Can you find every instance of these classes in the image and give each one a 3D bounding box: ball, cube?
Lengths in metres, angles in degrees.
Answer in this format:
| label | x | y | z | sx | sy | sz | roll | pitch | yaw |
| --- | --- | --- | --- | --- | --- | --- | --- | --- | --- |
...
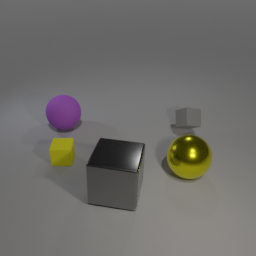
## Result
| label | x | y | z | sx | sy | sz | roll | pitch | yaw |
| --- | --- | --- | --- | --- | --- | --- | --- | --- | --- |
| ball | -2.589 | -0.642 | 11.274 | 1.400 | 1.400 | 1.400 | 0 | 31 | 0 |
| cube | -0.314 | 1.287 | 8.061 | 1.400 | 1.400 | 1.400 | 7 | 30 | 8 |
| cube | -2.239 | 0.816 | 9.590 | 0.700 | 0.700 | 0.700 | -1 | 31 | -1 |
| ball | 1.920 | 0.893 | 8.783 | 1.400 | 1.400 | 1.400 | 0 | 31 | 0 |
| cube | 2.316 | -0.370 | 10.782 | 0.700 | 0.700 | 0.700 | 4 | -8 | -29 |
